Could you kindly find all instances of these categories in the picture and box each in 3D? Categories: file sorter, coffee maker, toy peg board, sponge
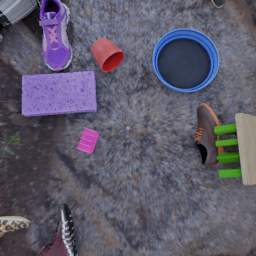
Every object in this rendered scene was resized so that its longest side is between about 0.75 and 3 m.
[{"bbox_3d":[-1.479,0.455,10.216,0.579,0.523,0.834,19,81,3],"label":"file sorter"},{"bbox_3d":[-5.209,-4.629,10.554,2.922,1.968,2.807,-46,58,-8],"label":"coffee maker"},{"bbox_3d":[3.952,0.764,9.685,1.094,2.227,2.236,-11,79,43],"label":"toy peg board"},{"bbox_3d":[-2.583,-1.289,10.564,2.728,0.407,1.522,-4,81,-1],"label":"sponge"}]

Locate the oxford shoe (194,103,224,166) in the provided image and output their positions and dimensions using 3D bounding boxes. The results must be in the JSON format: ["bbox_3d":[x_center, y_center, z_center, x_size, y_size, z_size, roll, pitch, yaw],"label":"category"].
[{"bbox_3d":[2.773,0.234,10.011,0.827,0.812,2.281,-9,80,-21],"label":"oxford shoe"}]

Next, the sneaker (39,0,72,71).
[{"bbox_3d":[-2.799,-3.647,10.510,1.165,1.280,2.896,-4,82,-2],"label":"sneaker"}]

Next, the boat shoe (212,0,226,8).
[{"bbox_3d":[3.335,-5.677,11.219,0.602,0.513,1.800,-33,82,-5],"label":"boat shoe"}]

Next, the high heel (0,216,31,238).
[{"bbox_3d":[-4.336,3.890,9.418,2.435,0.869,1.736,-7,74,15],"label":"high heel"}]

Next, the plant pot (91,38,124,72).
[{"bbox_3d":[-0.819,-2.807,10.565,1.053,1.053,0.932,-36,73,-6],"label":"plant pot"}]

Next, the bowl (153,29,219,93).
[{"bbox_3d":[2.176,-2.536,10.721,2.507,0.492,2.507,0,81,0],"label":"bowl"}]

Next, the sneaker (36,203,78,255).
[{"bbox_3d":[-2.511,3.806,9.519,1.320,0.865,2.286,-11,82,1],"label":"sneaker"}]
